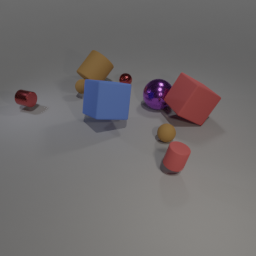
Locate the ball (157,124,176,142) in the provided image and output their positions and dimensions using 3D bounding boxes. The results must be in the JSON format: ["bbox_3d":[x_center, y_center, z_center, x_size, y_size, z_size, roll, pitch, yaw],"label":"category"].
[{"bbox_3d":[1.440,0.182,10.484,0.700,0.700,0.700,0,33,0],"label":"ball"}]

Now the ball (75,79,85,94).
[{"bbox_3d":[-2.190,-1.997,13.473,0.700,0.700,0.700,0,33,0],"label":"ball"}]

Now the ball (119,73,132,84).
[{"bbox_3d":[-0.126,-2.563,14.873,0.700,0.700,0.700,0,33,0],"label":"ball"}]

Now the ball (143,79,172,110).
[{"bbox_3d":[1.366,-1.505,12.582,1.400,1.400,1.400,0,33,0],"label":"ball"}]

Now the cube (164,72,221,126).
[{"bbox_3d":[2.605,-1.188,11.497,1.400,1.400,1.400,20,22,-31],"label":"cube"}]

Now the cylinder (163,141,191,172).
[{"bbox_3d":[1.529,0.894,8.817,0.700,0.700,0.700,12,31,-7],"label":"cylinder"}]

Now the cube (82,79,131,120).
[{"bbox_3d":[-0.860,-1.132,11.083,1.400,1.400,1.400,0,12,-31],"label":"cube"}]

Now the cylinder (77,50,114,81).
[{"bbox_3d":[-1.687,-3.027,14.437,1.400,1.400,1.400,33,86,41],"label":"cylinder"}]

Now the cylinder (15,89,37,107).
[{"bbox_3d":[-4.565,-1.330,12.546,0.700,0.700,0.700,13,35,21],"label":"cylinder"}]
